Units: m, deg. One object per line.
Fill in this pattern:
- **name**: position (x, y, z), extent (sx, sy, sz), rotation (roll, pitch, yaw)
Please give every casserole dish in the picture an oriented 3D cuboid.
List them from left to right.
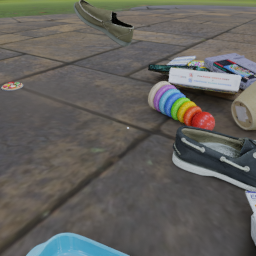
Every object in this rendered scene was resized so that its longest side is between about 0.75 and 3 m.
- **casserole dish**: position (-0.546, 2.119, 3.680), extent (1.939, 0.376, 1.174), rotation (13, 32, 21)

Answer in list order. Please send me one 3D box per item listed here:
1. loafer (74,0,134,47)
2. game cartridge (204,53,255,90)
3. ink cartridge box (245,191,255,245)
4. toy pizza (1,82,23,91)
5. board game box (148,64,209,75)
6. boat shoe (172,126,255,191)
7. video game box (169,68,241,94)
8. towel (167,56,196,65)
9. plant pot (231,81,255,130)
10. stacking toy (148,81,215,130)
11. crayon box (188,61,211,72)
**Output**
- **loafer**: position (-0.644, -3.240, 8.286), extent (1.993, 0.694, 0.750), rotation (30, 42, -9)
- **game cartridge**: position (4.555, -2.193, 10.936), extent (1.852, 0.548, 2.857), rotation (-12, 39, -28)
- **ink cartridge box**: position (3.072, 1.837, 4.095), extent (2.180, 0.443, 2.184), rotation (1, 29, 2)
- **toy pizza**: position (-4.369, -1.598, 10.561), extent (0.775, 0.123, 0.775), rotation (0, 29, 0)
- **board game box**: position (1.943, -2.220, 10.796), extent (1.961, 0.276, 1.327), rotation (12, 9, 35)
- **boat shoe**: position (2.335, 0.623, 5.834), extent (2.862, 0.863, 1.082), rotation (9, 31, 16)
- **video game box**: position (2.584, -1.527, 9.253), extent (2.069, 0.531, 2.271), rotation (14, 9, 19)
- **towel**: position (2.314, -2.927, 12.565), extent (1.048, 0.170, 1.427), rotation (5, 31, 39)
- **plant pot**: position (3.848, -0.692, 7.639), extent (1.851, 1.733, 1.733), rotation (-23, 34, -10)
- **stacking toy**: position (1.565, -0.549, 7.988), extent (0.934, 0.934, 2.189), rotation (-18, 37, -29)
- **crayon box**: position (3.084, -2.634, 12.206), extent (0.955, 0.323, 1.106), rotation (5, 29, 11)
